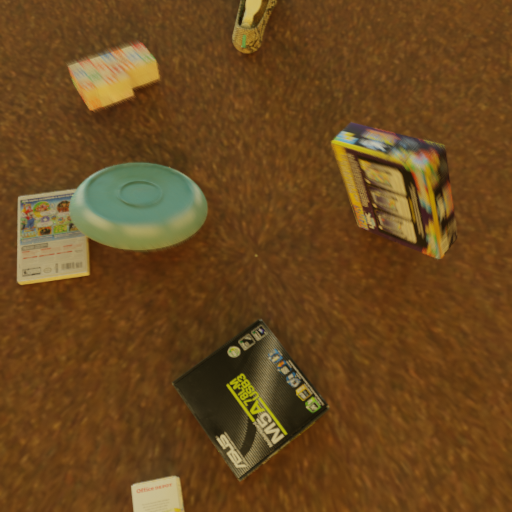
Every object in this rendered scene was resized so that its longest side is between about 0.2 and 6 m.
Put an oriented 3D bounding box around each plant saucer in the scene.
[{"bbox_3d":[-2.120,-1.037,10.207,2.487,0.341,2.487,5,41,-5],"label":"plant saucer"}]

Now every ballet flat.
[{"bbox_3d":[0.020,-5.665,12.367,0.849,0.942,2.503,12,68,1],"label":"ballet flat"}]

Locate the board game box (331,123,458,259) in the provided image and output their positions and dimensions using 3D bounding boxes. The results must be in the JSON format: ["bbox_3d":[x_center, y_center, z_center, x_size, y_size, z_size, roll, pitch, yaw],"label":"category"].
[{"bbox_3d":[2.387,-1.095,9.524,1.799,2.177,0.617,29,68,40],"label":"board game box"}]

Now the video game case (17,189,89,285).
[{"bbox_3d":[-3.850,-0.395,10.620,1.289,0.162,1.800,-8,67,-3],"label":"video game case"}]

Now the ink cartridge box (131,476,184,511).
[{"bbox_3d":[-1.493,4.005,8.680,0.732,0.424,0.991,-9,66,-4],"label":"ink cartridge box"}]

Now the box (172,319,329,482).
[{"bbox_3d":[-0.099,2.359,9.340,1.875,0.461,1.941,-33,71,-15],"label":"box"}]

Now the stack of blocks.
[{"bbox_3d":[-2.900,-3.743,11.629,1.651,0.484,0.951,-26,58,-17],"label":"stack of blocks"}]
